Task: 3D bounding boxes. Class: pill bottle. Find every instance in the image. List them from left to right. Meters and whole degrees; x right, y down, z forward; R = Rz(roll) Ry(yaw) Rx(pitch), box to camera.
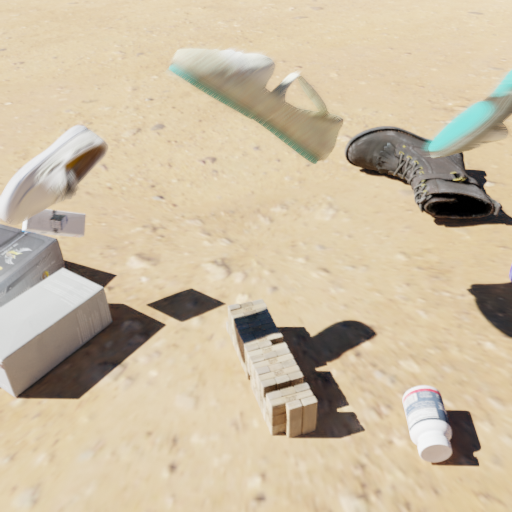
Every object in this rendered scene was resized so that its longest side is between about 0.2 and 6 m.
[{"bbox_3d":[2.180,2.130,7.089,0.513,0.513,0.857,1,37,2],"label":"pill bottle"}]

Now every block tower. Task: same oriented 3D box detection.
[{"bbox_3d":[0.148,1.485,7.901,0.594,0.635,2.198,-11,36,-16],"label":"block tower"}]

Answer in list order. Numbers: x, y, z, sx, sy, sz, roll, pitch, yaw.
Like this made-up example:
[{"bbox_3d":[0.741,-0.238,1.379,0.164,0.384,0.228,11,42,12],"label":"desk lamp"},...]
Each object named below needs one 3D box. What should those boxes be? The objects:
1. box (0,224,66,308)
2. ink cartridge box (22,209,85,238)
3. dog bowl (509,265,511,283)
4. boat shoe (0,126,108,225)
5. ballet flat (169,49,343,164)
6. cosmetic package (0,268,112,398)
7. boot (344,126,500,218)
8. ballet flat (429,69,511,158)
[{"bbox_3d":[-5.164,0.576,8.991,2.591,0.791,3.272,14,38,18],"label":"box"},{"bbox_3d":[-3.047,-0.493,8.437,0.831,0.357,0.608,4,-3,-27],"label":"ink cartridge box"},{"bbox_3d":[4.928,0.303,9.748,0.925,0.364,0.925,0,36,0],"label":"dog bowl"},{"bbox_3d":[-2.418,-0.926,6.823,0.542,0.550,1.551,30,66,20],"label":"boat shoe"},{"bbox_3d":[0.111,-2.131,7.300,2.781,0.867,0.938,23,15,-42],"label":"ballet flat"},{"bbox_3d":[-3.203,1.073,8.325,1.008,0.851,1.887,22,44,29],"label":"cosmetic package"},{"bbox_3d":[3.452,-1.753,12.026,3.020,1.045,2.629,5,35,3],"label":"boot"},{"bbox_3d":[4.100,-2.400,9.311,0.837,2.628,0.885,36,31,-13],"label":"ballet flat"}]
